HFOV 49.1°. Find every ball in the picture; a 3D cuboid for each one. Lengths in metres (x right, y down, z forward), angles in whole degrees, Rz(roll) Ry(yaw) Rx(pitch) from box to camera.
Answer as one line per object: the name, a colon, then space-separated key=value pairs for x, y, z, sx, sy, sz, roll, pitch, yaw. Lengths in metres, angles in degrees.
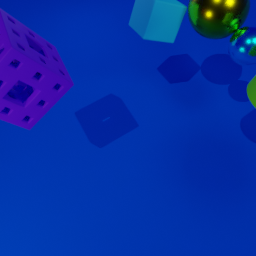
ball: x=2.098 y=-2.792 z=6.529 sx=1.393 sy=1.393 sz=1.393 roll=0 pitch=59 yaw=0
ball: x=2.729 y=-1.861 z=6.359 sx=0.877 sy=0.877 sz=0.877 roll=0 pitch=59 yaw=0

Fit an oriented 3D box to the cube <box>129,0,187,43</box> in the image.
cube: x=0.703 y=-2.740 z=6.886 sx=0.917 sy=0.917 sz=0.917 roll=-2 pitch=40 yaw=-29

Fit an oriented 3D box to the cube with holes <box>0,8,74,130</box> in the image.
cube with holes: x=-2.058 y=-1.016 z=5.105 sx=1.291 sy=1.291 sz=1.291 roll=-42 pitch=53 yaw=15

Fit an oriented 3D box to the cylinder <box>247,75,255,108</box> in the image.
cylinder: x=3.021 y=-0.861 z=5.182 sx=1.131 sy=1.131 sz=1.131 roll=9 pitch=53 yaw=-12
